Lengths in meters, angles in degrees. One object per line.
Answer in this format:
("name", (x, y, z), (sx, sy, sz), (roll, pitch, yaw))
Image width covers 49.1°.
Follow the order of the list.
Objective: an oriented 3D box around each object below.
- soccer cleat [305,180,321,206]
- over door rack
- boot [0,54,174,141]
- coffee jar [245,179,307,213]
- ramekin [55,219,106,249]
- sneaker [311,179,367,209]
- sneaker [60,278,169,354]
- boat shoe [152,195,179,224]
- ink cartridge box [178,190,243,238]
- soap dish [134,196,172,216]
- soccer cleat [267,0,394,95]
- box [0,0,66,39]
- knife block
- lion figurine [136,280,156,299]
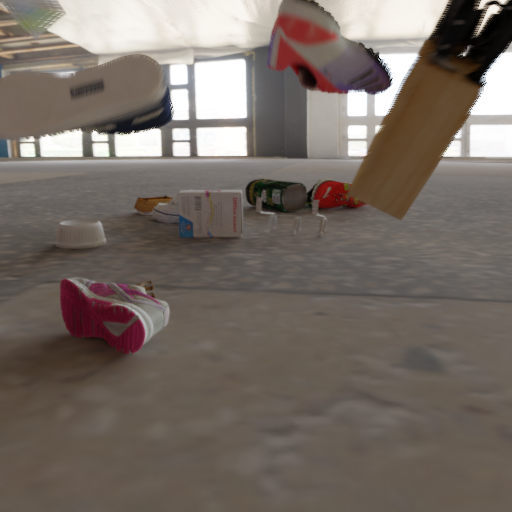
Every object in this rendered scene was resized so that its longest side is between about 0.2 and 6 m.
("soccer cleat", (1.958, -2.018, 17.952), (0.660, 0.793, 1.956), (9, 15, 35))
("over door rack", (0.812, -0.804, 12.573), (1.364, 0.615, 1.846), (4, -8, 14))
("boot", (-2.716, -2.190, 8.684), (2.887, 1.050, 1.304), (-10, -13, -1))
("coffee jar", (0.568, -1.866, 17.122), (1.039, 0.850, 1.993), (-15, 19, -33))
("ramekin", (-3.679, -0.470, 11.719), (1.037, 0.483, 1.037), (0, 13, 0))
("sneaker", (2.725, -1.868, 17.142), (2.402, 0.925, 1.020), (-9, 20, -36))
("sneaker", (-1.662, 0.641, 6.544), (1.627, 0.662, 0.718), (19, 20, 32))
("boat shoe", (-1.667, -1.281, 14.438), (2.635, 0.880, 0.969), (9, 16, 37))
("ink cartridge box", (-1.004, -0.958, 12.653), (1.420, 1.026, 0.601), (0, 13, 1))
("soap dish", (-2.888, -1.468, 16.272), (1.120, 0.455, 0.881), (-8, 15, -29))
("soccer cleat", (1.315, -3.267, 9.715), (1.064, 1.141, 3.119), (29, 12, 38))
("box", (-3.290, -3.723, 7.792), (0.562, 0.624, 1.110), (44, -8, 24))
("knife block", (3.100, -2.730, 9.683), (1.197, 3.740, 3.283), (26, -5, 3))
("lion figurine", (-1.678, 0.522, 7.929), (0.467, 0.276, 0.762), (-10, 1, -11))
